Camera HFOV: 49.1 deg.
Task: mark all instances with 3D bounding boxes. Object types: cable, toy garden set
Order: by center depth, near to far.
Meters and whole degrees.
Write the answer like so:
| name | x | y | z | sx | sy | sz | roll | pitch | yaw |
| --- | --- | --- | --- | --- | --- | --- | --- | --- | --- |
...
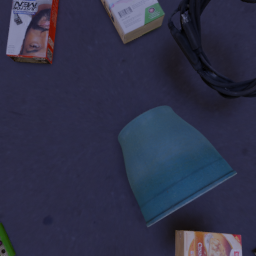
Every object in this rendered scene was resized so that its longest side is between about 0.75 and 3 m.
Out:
| name | x | y | z | sx | sy | sz | roll | pitch | yaw |
| --- | --- | --- | --- | --- | --- | --- | --- | --- | --- |
| cable | 2.477 | -2.035 | 6.295 | 2.431 | 0.757 | 2.980 | -33 | 95 | 29 |
| toy garden set | -4.435 | 4.215 | 8.052 | 2.405 | 0.480 | 2.005 | -27 | 85 | -3 |

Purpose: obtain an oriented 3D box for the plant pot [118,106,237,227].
| name | x | y | z | sx | sy | sz | roll | pitch | yaw |
| --- | --- | --- | --- | --- | --- | --- | --- | --- | --- |
| plant pot | 1.029 | 0.854 | 7.487 | 2.621 | 2.621 | 2.463 | -30 | 72 | -3 |

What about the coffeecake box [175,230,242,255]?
| name | x | y | z | sx | sy | sz | roll | pitch | yaw |
| --- | --- | --- | --- | --- | --- | --- | --- | --- | --- |
| coffeecake box | 1.775 | 2.864 | 6.180 | 1.388 | 0.507 | 1.065 | 8 | 70 | -12 |

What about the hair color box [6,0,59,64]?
| name | x | y | z | sx | sy | sz | roll | pitch | yaw |
| --- | --- | --- | --- | --- | --- | --- | --- | --- | --- |
| hair color box | -2.945 | -3.204 | 8.740 | 1.238 | 0.713 | 2.232 | 4 | 85 | 0 |

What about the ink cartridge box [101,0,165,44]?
| name | x | y | z | sx | sy | sz | roll | pitch | yaw |
| --- | --- | --- | --- | --- | --- | --- | --- | --- | --- |
| ink cartridge box | 0.055 | -3.869 | 8.744 | 1.394 | 0.839 | 1.918 | -28 | 86 | -4 |
